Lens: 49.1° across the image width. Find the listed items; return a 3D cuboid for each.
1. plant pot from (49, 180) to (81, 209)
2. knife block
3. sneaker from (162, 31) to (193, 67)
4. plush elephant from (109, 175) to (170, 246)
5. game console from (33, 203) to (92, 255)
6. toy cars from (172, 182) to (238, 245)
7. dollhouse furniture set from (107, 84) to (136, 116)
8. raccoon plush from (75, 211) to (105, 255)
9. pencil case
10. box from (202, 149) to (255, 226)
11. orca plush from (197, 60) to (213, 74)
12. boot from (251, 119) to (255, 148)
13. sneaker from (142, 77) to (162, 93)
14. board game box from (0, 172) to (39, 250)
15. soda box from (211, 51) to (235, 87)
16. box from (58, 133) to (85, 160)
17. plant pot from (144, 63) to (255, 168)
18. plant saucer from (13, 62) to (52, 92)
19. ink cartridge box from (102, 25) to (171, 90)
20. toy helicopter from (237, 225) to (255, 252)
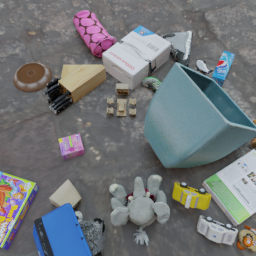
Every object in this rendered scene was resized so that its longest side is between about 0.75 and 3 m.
[{"bbox_3d":[-1.991,2.320,9.195,0.736,0.830,0.831,41,66,10],"label":"plant pot"},{"bbox_3d":[-2.163,-1.596,11.583,2.436,0.779,2.139,0,59,-1],"label":"knife block"},{"bbox_3d":[2.060,-3.476,12.729,1.542,1.002,2.670,8,48,10],"label":"sneaker"},{"bbox_3d":[0.366,2.322,8.597,1.842,1.731,2.236,-5,58,-3],"label":"plush elephant"},{"bbox_3d":[-1.985,3.439,8.214,1.082,1.561,1.829,-12,57,-30],"label":"game console"},{"bbox_3d":[2.275,2.670,8.532,2.471,1.108,0.547,53,32,2],"label":"toy cars"},{"bbox_3d":[-0.239,-1.076,11.442,1.157,0.820,1.259,1,80,2],"label":"dollhouse furniture set"},{"bbox_3d":[-1.490,3.388,8.101,1.455,1.051,2.171,-1,32,4],"label":"raccoon plush"},{"bbox_3d":[-1.596,-4.502,13.186,1.221,1.183,2.607,-40,63,13],"label":"pencil case"},{"bbox_3d":[4.005,1.975,9.599,2.376,0.432,1.715,-27,62,-17],"label":"box"},{"bbox_3d":[3.456,-2.704,12.513,0.342,0.506,0.961,8,23,-40],"label":"orca plush"},{"bbox_3d":[5.064,0.115,10.658,1.396,0.535,1.083,-15,61,-11],"label":"boot"},{"bbox_3d":[1.186,-1.758,11.839,1.305,0.509,0.556,18,60,10],"label":"sneaker"},{"bbox_3d":[-4.083,2.630,9.148,1.434,0.477,2.133,15,60,9],"label":"board game box"},{"bbox_3d":[4.143,-2.580,12.297,0.550,0.581,1.713,23,61,13],"label":"soda box"},{"bbox_3d":[-2.086,0.686,10.395,0.818,0.395,0.719,-15,60,-9],"label":"box"},{"bbox_3d":[2.090,-0.051,9.286,2.627,2.683,2.634,8,41,-47],"label":"plant pot"},{"bbox_3d":[-4.228,-2.323,12.310,1.710,0.313,1.710,0,58,-1],"label":"plant saucer"},{"bbox_3d":[0.377,-3.123,12.343,1.828,1.065,2.528,38,66,21],"label":"ink cartridge box"},{"bbox_3d":[3.999,3.508,8.723,1.146,0.452,0.758,22,51,1],"label":"toy helicopter"}]
